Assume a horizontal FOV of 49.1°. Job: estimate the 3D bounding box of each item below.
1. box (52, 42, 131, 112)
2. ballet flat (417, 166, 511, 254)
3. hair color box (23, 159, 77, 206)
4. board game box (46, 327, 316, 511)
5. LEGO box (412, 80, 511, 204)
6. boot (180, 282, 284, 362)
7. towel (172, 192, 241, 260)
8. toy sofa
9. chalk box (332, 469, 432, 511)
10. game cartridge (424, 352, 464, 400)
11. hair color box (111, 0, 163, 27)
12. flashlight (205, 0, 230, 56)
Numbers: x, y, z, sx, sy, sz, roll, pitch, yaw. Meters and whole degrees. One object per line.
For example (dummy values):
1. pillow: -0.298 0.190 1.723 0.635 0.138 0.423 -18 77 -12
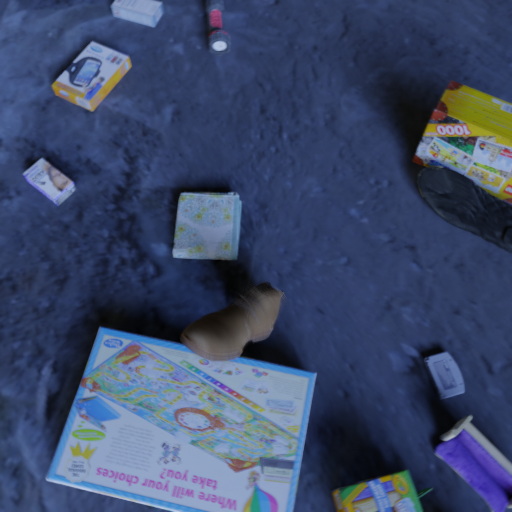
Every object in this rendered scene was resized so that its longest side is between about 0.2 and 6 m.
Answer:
1. box: -3.703 -4.206 12.866 1.055 0.367 1.772 25 68 12
2. ballet flat: 4.439 -0.866 11.149 2.823 0.802 0.938 37 114 17
3. hair color box: -4.264 -1.531 11.582 0.970 0.314 0.530 36 69 14
4. board game box: -1.121 2.828 9.245 3.823 0.654 2.570 12 64 5
5. LEGO box: 4.515 -2.206 11.128 2.291 1.706 0.884 27 67 13
6. boot: -0.321 0.974 9.104 0.943 2.562 0.967 34 110 18
7. towel: -0.954 -0.608 11.118 1.263 0.355 1.476 1 64 4
8. toy sofa: 3.666 3.377 9.006 0.719 0.611 1.474 -38 70 -18
9. chalk box: 2.015 3.866 8.605 1.441 0.899 0.893 -12 64 -5
10. game cartridge: 3.345 2.105 9.895 0.503 0.154 0.755 -15 65 -3
11. hair color box: -2.916 -6.067 13.787 1.110 0.336 0.549 19 65 8
12. flashlight: -0.922 -5.568 13.429 0.548 0.550 1.619 -4 65 -2
